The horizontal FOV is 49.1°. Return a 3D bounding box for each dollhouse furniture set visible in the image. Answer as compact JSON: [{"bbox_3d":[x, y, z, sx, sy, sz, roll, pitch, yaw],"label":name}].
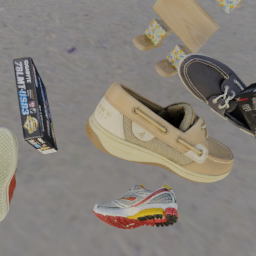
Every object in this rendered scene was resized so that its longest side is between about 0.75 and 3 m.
[{"bbox_3d":[0.744,-2.910,6.347,2.775,2.549,1.805,51,46,9],"label":"dollhouse furniture set"}]

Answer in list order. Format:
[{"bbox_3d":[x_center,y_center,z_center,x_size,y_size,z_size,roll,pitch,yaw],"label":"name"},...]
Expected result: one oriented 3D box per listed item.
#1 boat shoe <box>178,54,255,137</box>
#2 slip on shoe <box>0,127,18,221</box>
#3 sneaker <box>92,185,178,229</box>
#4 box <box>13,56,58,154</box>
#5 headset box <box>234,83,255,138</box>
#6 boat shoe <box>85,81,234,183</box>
[{"bbox_3d":[1.911,-0.572,5.178,2.265,0.823,0.710,37,14,-10],"label":"boat shoe"},{"bbox_3d":[-2.192,0.767,4.776,0.653,1.762,0.539,11,22,-6],"label":"slip on shoe"},{"bbox_3d":[0.102,1.234,4.418,1.433,0.558,0.589,-11,48,23],"label":"sneaker"},{"bbox_3d":[-1.268,-0.251,3.904,0.270,1.080,1.088,-12,76,-10],"label":"box"},{"bbox_3d":[2.446,-0.115,4.426,0.495,0.982,1.321,-34,98,-18],"label":"headset box"},{"bbox_3d":[0.553,0.083,2.977,1.975,0.637,0.704,16,26,-35],"label":"boat shoe"}]
